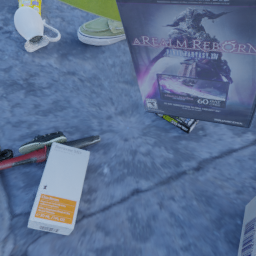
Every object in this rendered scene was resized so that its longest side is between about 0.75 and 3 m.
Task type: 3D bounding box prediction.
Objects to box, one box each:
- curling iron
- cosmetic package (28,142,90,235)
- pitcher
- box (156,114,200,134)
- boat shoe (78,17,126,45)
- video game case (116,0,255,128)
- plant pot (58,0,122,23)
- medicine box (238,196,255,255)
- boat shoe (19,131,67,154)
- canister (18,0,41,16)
[{"bbox_3d":[-2.124,0.515,6.891,2.919,0.373,0.723,-11,60,-8],"label":"curling iron"},{"bbox_3d":[-1.461,1.291,6.084,0.897,0.630,1.769,16,55,-13],"label":"cosmetic package"},{"bbox_3d":[-3.025,-3.330,9.300,1.249,0.883,1.456,-19,67,-23],"label":"pitcher"},{"bbox_3d":[1.589,-0.642,7.737,1.114,0.308,1.391,32,61,21],"label":"box"},{"bbox_3d":[-0.262,-3.522,9.337,2.914,0.904,1.049,-13,57,-8],"label":"boat shoe"},{"bbox_3d":[1.105,-0.984,4.546,2.134,2.987,0.283,10,65,19],"label":"video game case"},{"bbox_3d":[-0.534,-3.871,6.387,2.140,2.287,2.140,17,24,-8],"label":"plant pot"},{"bbox_3d":[3.251,2.470,5.137,2.090,1.076,1.904,18,57,11],"label":"medicine box"},{"bbox_3d":[-2.143,0.329,7.002,1.155,0.432,0.383,-18,56,-13],"label":"boat shoe"},{"bbox_3d":[-3.567,-4.350,10.181,0.800,0.466,1.077,-8,57,-6],"label":"canister"}]
